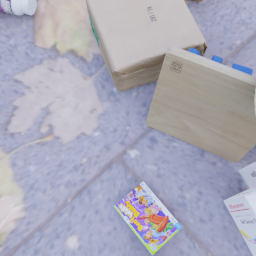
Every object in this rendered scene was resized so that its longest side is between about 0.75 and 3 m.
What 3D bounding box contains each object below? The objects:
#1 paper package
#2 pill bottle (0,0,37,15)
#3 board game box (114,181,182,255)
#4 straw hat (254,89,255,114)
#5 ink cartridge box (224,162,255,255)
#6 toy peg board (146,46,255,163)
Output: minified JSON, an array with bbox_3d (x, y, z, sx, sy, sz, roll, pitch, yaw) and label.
[{"bbox_3d":[0.376,-2.576,7.501,2.467,1.339,2.588,-18,72,-7],"label":"paper package"},{"bbox_3d":[-3.438,-3.772,8.243,1.353,0.759,0.759,16,71,5],"label":"pill bottle"},{"bbox_3d":[0.440,2.030,6.387,0.898,0.299,1.336,-39,75,-13],"label":"board game box"},{"bbox_3d":[3.423,-0.589,3.782,2.975,1.259,2.975,-2,61,4],"label":"straw hat"},{"bbox_3d":[2.846,1.955,5.840,0.786,1.368,2.336,-22,72,-7],"label":"ink cartridge box"},{"bbox_3d":[1.928,-0.708,6.371,2.473,2.463,1.210,23,56,8],"label":"toy peg board"}]
